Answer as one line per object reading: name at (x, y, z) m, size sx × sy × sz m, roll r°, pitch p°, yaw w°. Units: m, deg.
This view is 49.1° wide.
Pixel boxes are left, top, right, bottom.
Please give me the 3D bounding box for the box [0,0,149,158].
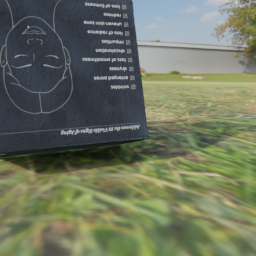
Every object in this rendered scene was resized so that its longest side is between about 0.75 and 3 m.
box at (-1.345, -0.981, 5.709) m, size 2.920 × 2.870 × 1.810 m, roll -4°, pitch -6°, yaw -22°
